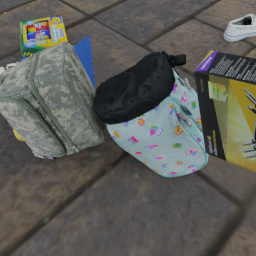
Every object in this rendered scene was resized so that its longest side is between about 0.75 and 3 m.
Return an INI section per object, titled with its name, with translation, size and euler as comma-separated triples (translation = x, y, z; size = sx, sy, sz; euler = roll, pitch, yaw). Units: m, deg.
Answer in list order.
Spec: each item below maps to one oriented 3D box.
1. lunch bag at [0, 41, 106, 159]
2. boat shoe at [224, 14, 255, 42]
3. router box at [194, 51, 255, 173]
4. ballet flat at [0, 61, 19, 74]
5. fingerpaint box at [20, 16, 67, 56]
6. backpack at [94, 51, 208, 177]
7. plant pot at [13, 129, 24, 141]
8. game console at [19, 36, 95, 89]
[lunch bag]
translation = -1.975, -0.494, 7.098
size = 2.185, 2.605, 1.815
euler = -17, 44, 10
[boat shoe]
translation = 5.089, -4.307, 11.697
size = 2.391, 0.798, 0.880
euler = -28, 56, -21
[router box]
translation = 1.996, -0.088, 4.401
size = 1.653, 2.103, 0.549
euler = 23, 62, 36
[ballet flat]
translation = -4.398, -2.109, 10.173
size = 1.161, 0.371, 0.439
euler = -30, 57, -22
[fingerpaint box]
translation = -3.306, -3.518, 11.080
size = 1.721, 0.757, 2.063
euler = -11, 51, -9
[backpack]
translation = 0.810, -0.149, 7.044
size = 2.491, 2.985, 1.889
euler = -17, 44, 39
[plant pot]
translation = -3.064, -0.107, 8.305
size = 0.758, 0.713, 0.758
euler = 0, 52, 0
[game console]
translation = -1.950, -1.424, 8.342
size = 1.878, 2.201, 1.302
euler = -6, 41, -6
